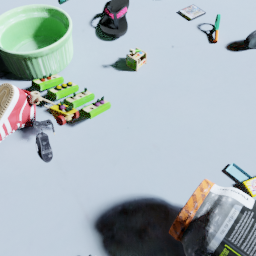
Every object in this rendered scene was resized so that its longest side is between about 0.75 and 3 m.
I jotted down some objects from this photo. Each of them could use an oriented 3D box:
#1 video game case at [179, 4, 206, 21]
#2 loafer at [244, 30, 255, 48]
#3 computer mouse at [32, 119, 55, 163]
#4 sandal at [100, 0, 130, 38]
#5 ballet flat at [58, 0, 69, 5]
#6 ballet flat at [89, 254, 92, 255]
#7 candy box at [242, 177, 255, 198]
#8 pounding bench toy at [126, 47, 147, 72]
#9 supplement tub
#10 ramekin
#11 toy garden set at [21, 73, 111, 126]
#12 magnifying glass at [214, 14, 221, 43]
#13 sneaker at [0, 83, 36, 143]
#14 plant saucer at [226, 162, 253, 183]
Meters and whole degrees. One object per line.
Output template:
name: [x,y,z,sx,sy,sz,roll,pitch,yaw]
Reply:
video game case: [2.688,-4.844,11.720,0.847,0.108,0.765,-30,59,-20]
loafer: [5.093,-3.316,10.289,1.847,0.627,0.648,-20,48,-18]
computer mouse: [-1.781,0.262,6.030,0.211,0.917,0.644,-10,8,24]
sandal: [-0.486,-4.661,11.246,1.093,0.656,2.911,4,54,3]
ballet flat: [-1.388,-3.426,6.909,0.334,0.950,0.320,35,16,2]
ballet flat: [-0.255,3.002,5.838,1.465,0.544,0.544,15,56,8]
candy box: [3.368,1.433,7.092,0.835,0.110,0.427,-18,53,-13]
pounding bench toy: [0.320,-2.487,9.600,0.491,0.790,0.616,35,62,23]
supplement tub: [2.394,2.401,5.444,2.942,1.803,1.803,34,61,21]
ramekin: [-3.151,-2.913,9.583,2.665,1.302,2.665,0,54,0]
toy garden set: [-1.946,-0.990,8.224,2.363,0.471,1.970,29,34,19]
magnifying glass: [3.427,-3.831,10.808,0.150,0.532,1.337,8,65,4]
sneaker: [-3.534,-0.003,7.921,0.867,1.369,2.434,35,91,20]
plant saucer: [3.045,1.331,7.283,0.349,0.095,0.999,-37,63,-24]
